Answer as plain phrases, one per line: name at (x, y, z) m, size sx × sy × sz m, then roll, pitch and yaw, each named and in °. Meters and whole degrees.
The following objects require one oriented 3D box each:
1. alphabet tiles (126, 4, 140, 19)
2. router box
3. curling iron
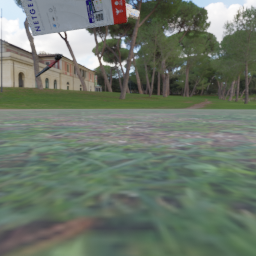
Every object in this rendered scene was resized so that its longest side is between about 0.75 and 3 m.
alphabet tiles at (-0.321, -3.583, 8.359) m, size 1.358 × 0.099 × 1.328 m, roll 17°, pitch 36°, yaw -7°
router box at (-1.249, -3.359, 5.882) m, size 2.245 × 2.501 × 0.611 m, roll -11°, pitch 44°, yaw -3°
curling iron at (-3.387, -2.674, 11.932) m, size 0.190 × 1.489 × 0.369 m, roll 47°, pitch -2°, yaw 36°
